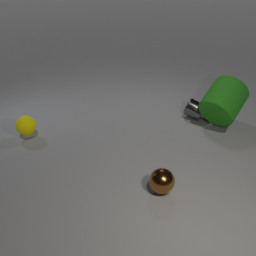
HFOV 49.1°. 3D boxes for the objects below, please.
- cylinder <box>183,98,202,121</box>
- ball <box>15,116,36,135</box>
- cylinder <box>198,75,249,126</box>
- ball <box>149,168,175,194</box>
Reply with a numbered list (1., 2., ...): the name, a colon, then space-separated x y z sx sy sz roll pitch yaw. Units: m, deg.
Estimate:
1. cylinder: 2.743 -0.764 11.509 0.700 0.700 0.700 31 37 13
2. ball: -3.694 -0.092 10.123 0.700 0.700 0.700 0 29 0
3. cylinder: 3.609 -1.019 10.594 1.400 1.400 1.400 24 67 36
4. ball: 0.921 1.433 7.593 0.700 0.700 0.700 0 29 0
